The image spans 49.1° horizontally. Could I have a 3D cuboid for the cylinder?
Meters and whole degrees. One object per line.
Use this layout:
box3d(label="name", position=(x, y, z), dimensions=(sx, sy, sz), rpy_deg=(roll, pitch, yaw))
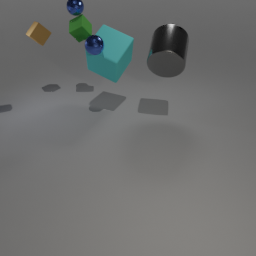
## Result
box3d(label="cylinder", position=(1.496, -2.848, 10.417), dimensions=(1.400, 1.400, 1.400), rpy_deg=(7, 61, 11))

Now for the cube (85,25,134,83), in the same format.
box3d(label="cube", position=(-0.733, -2.973, 11.307), dimensions=(1.400, 1.400, 1.400), rpy_deg=(27, 67, 9))

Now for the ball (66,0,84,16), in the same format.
box3d(label="ball", position=(-2.147, -4.942, 11.392), dimensions=(0.700, 0.700, 0.700), rpy_deg=(0, 31, 0))

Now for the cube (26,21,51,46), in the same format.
box3d(label="cube", position=(-3.886, -4.107, 12.179), dimensions=(0.700, 0.700, 0.700), rpy_deg=(33, 2, -39))

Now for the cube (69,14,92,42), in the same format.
box3d(label="cube", position=(-1.999, -4.198, 11.816), dimensions=(0.700, 0.700, 0.700), rpy_deg=(-17, 61, 24))

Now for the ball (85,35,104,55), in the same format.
box3d(label="ball", position=(-1.189, -2.944, 9.953), dimensions=(0.700, 0.700, 0.700), rpy_deg=(0, 31, 0))
